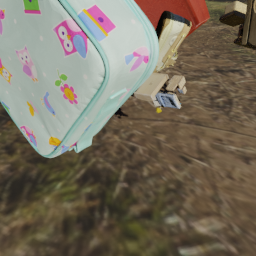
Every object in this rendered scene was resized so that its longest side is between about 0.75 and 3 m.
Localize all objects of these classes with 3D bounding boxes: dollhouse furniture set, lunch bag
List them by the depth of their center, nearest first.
[{"bbox_3d":[-0.812,-0.727,3.180,1.870,2.332,0.899,51,53,2],"label":"lunch bag"},{"bbox_3d":[2.218,-2.010,5.377,2.668,1.483,2.359,8,-1,-22],"label":"dollhouse furniture set"},{"bbox_3d":[0.743,-0.537,5.747,0.912,0.966,0.630,16,60,40],"label":"dollhouse furniture set"}]

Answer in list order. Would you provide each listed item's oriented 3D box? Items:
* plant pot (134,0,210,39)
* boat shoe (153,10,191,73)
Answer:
[{"bbox_3d":[1.160,-3.725,8.880,2.483,2.188,2.481,-35,6,37],"label":"plant pot"},{"bbox_3d":[0.927,-1.927,7.254,0.763,2.297,0.850,9,65,-9],"label":"boat shoe"}]
